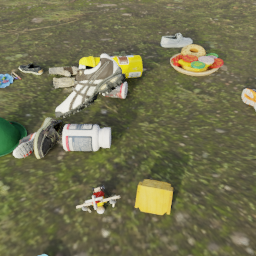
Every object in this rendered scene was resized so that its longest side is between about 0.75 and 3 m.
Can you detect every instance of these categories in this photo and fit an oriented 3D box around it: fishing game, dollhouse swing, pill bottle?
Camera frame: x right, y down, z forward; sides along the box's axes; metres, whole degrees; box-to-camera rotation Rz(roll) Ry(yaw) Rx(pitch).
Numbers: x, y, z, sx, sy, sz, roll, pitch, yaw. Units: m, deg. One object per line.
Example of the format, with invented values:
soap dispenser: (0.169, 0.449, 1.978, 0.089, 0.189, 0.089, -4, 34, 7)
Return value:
fishing game: (-6.814, -2.556, 14.825, 2.014, 0.313, 1.442, -29, 50, -32)
dollhouse swing: (0.854, 2.171, 8.932, 1.066, 0.937, 0.969, 8, 80, 9)
pill bottle: (-0.802, -1.914, 13.582, 1.459, 0.808, 0.808, 8, 39, 10)
pill bottle: (-1.514, 0.364, 10.545, 1.695, 1.014, 1.014, 1, 38, 2)

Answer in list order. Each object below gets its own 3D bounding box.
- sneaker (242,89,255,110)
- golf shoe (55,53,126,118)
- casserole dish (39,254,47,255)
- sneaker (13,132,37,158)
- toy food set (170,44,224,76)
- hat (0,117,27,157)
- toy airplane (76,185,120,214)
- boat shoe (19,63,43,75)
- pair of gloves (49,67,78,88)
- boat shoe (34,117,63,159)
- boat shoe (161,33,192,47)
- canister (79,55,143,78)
sneaker: (6.129, -1.146, 12.610, 0.873, 0.884, 2.260, -4, 38, -16)
golf shoe: (-1.480, -1.410, 9.533, 2.794, 1.320, 1.086, -32, 7, 8)
casserole dish: (-2.131, 3.602, 7.153, 0.476, 0.152, 0.785, -31, 49, -34)
sneaker: (-3.918, 0.662, 10.675, 0.583, 0.548, 1.423, 1, 28, 25)
toy food set: (3.923, -3.883, 16.152, 2.911, 0.708, 2.881, -30, 47, -33)
hat: (-5.428, -0.452, 10.467, 2.707, 2.383, 2.242, 0, 38, -1)
toy airplane: (-0.883, 2.237, 8.402, 1.048, 0.743, 1.053, -20, 8, -41)
boat shoe: (-5.452, -3.375, 15.707, 1.550, 0.482, 0.578, 15, 43, 20)
pair of gloves: (-3.325, -2.754, 15.047, 1.604, 0.331, 1.887, -11, 44, -21)
boat shoe: (-3.020, 0.298, 10.808, 0.736, 0.800, 2.240, -4, 34, 3)
boat shoe: (3.266, -5.848, 18.578, 2.190, 0.780, 0.764, -7, 39, -9)
canister: (-0.887, -3.007, 14.164, 2.781, 1.204, 2.066, -8, 10, -19)
